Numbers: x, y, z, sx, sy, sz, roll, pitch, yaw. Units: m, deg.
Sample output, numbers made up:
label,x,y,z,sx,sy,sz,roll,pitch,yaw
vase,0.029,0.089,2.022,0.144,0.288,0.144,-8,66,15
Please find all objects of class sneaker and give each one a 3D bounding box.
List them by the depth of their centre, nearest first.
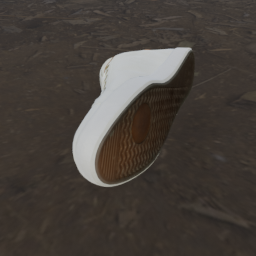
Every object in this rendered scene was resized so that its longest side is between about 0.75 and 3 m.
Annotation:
label,x,y,z,sx,sy,sz,roll,pitch,yaw
sneaker,-0.042,-0.319,3.655,1.210,1.040,2.858,9,32,24
